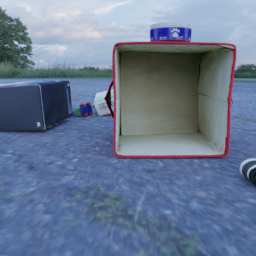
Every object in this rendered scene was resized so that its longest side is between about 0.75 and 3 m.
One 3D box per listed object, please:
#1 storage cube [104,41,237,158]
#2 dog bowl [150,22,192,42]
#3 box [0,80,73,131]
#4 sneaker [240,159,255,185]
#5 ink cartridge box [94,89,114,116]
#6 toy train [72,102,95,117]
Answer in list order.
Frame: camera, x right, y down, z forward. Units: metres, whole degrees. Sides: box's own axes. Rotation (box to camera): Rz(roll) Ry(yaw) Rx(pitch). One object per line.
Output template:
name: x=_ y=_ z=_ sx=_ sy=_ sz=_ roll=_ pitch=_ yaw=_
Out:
storage cube: x=0.883 y=-0.771 z=6.818 sx=2.773 sy=2.370 sz=2.492 roll=0 pitch=12 yaw=1
dog bowl: x=0.875 y=-1.940 z=5.767 sx=0.851 sy=0.335 sz=0.851 roll=0 pitch=11 yaw=0
box: x=-3.253 y=-0.793 z=9.039 sx=2.239 sy=1.380 sz=2.221 roll=-1 pitch=13 yaw=10
sneaker: x=2.567 y=0.755 z=4.536 sx=1.268 sy=0.463 sz=0.709 roll=-8 pitch=16 yaw=1
ink cartridge box: x=-0.138 y=-1.603 z=11.876 sx=2.299 sy=0.716 sz=2.857 roll=-13 pitch=29 yaw=7
toy train: x=-1.747 y=-0.721 z=11.139 sx=0.685 sy=0.501 sz=1.183 roll=-9 pitch=8 yaw=25
